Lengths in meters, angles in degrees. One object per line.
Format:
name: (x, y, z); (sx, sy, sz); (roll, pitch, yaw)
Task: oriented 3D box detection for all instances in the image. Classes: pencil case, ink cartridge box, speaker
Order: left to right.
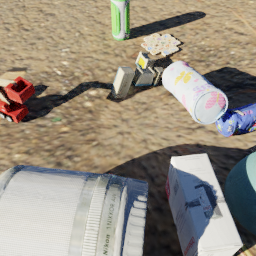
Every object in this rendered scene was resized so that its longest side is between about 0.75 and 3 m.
speaker: (-0.249, -3.847, 9.641); (0.696, 1.574, 0.696); (0, 51, 0)
pencil case: (1.671, -0.971, 7.320); (0.926, 1.010, 2.227); (-36, 32, 7)
ink cartridge box: (1.329, 1.599, 5.368); (0.766, 1.315, 1.805); (-6, 51, -5)
pencil case: (3.233, -0.316, 7.264); (1.882, 0.817, 0.734); (-13, 51, -11)

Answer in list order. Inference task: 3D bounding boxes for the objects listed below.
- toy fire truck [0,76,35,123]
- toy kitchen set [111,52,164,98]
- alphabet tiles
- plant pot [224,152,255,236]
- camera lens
toy fire truck: (-3.266, -0.853, 7.295); (2.033, 1.434, 0.496); (22, 53, 17)
toy kitchen set: (0.124, -1.659, 8.510); (1.518, 0.894, 1.216); (-7, 48, -32)
alphabet tiles: (1.158, -2.941, 9.863); (1.233, 0.092, 1.261); (-29, 56, -22)
plant pot: (3.151, 1.153, 5.741); (1.962, 1.322, 1.962); (0, 51, 0)
camera lens: (-1.026, 1.758, 4.746); (2.587, 2.069, 2.069); (6, 51, 5)
